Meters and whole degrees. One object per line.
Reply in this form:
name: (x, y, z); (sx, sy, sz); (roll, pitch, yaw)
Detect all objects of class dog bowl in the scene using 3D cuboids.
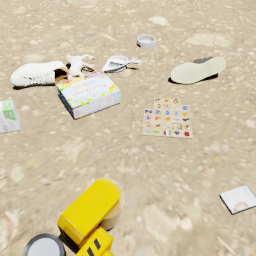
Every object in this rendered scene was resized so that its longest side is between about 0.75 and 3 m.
dog bowl: (0.917, -4.397, 14.204); (1.021, 0.299, 1.021); (-1, 46, 1)

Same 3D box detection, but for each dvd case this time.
dvd case: (3.167, 2.027, 7.934); (0.944, 0.083, 0.673); (-14, 46, -14)

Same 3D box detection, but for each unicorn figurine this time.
unicorn figurine: (-2.141, -2.713, 12.194); (1.384, 0.744, 2.015); (5, 45, 3)

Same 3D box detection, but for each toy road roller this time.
toy road roller: (-0.734, 2.713, 6.194); (2.027, 1.706, 2.777); (36, 59, 15)

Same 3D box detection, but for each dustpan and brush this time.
dustpan and brush: (-0.228, -2.905, 12.560); (1.763, 0.504, 1.230); (10, 46, 10)

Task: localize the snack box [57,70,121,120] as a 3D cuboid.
snack box: (-1.514, -1.338, 10.875); (1.974, 0.668, 1.665); (-23, 49, -19)

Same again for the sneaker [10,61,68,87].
sneaker: (-3.596, -2.167, 11.571); (2.339, 0.852, 0.990); (-24, 47, -24)

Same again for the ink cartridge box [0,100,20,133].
ink cartridge box: (-4.551, -0.336, 9.635); (1.391, 1.015, 0.585); (-10, 46, -10)

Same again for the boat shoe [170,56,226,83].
boat shoe: (2.925, -2.480, 12.007); (2.403, 0.879, 0.753); (-16, 14, -4)

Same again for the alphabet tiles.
alphabet tiles: (1.449, -0.436, 10.405); (1.753, 0.079, 2.097); (4, 45, 4)
